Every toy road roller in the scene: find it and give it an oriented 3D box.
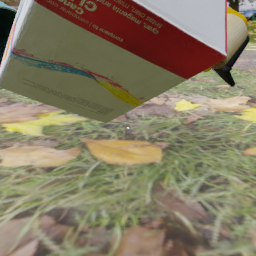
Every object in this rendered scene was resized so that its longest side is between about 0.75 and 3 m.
[{"bbox_3d":[1.448,-2.150,6.831,2.369,1.729,1.456,36,69,17],"label":"toy road roller"}]

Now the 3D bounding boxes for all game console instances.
[{"bbox_3d":[2.692,-2.246,8.018,1.460,0.966,1.660,34,19,-52],"label":"game console"}]

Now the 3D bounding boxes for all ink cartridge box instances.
[{"bbox_3d":[-0.363,-1.522,3.827,1.960,1.969,2.710,19,-25,-28],"label":"ink cartridge box"}]

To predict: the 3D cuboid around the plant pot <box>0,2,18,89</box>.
[{"bbox_3d":[-3.828,-2.450,7.380,2.192,2.192,2.059,-18,48,-40],"label":"plant pot"}]
